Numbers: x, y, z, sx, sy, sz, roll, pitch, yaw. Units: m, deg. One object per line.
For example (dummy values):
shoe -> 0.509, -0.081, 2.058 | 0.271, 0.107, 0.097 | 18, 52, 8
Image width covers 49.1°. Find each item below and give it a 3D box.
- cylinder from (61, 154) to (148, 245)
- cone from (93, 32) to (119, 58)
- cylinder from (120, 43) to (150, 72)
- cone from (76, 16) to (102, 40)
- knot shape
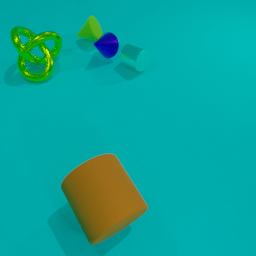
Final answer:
cylinder -> -0.506, 1.485, 5.945 | 1.378, 1.378, 1.378 | -27, 67, -17
cone -> -0.890, -2.752, 9.259 | 0.866, 0.866, 0.869 | 33, 26, 20
cylinder -> 0.235, -2.335, 9.261 | 0.742, 0.742, 0.742 | 31, 60, 32
cone -> -1.523, -3.454, 10.111 | 0.877, 0.874, 0.874 | -14, 52, 23
knot shape -> -2.961, -2.337, 9.052 | 1.793, 1.678, 0.828 | 1, 8, -42
